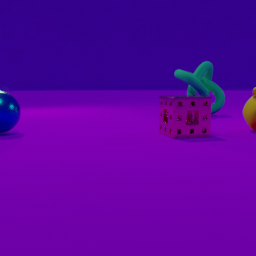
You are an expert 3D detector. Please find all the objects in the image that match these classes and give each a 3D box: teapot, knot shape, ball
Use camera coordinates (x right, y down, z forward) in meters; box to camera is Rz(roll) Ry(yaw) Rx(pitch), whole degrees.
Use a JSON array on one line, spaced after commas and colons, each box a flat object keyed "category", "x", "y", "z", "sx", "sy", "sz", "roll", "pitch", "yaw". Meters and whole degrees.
[{"category": "teapot", "x": 3.136, "y": -0.393, "z": 6.610, "sx": 0.938, "sy": 1.509, "sz": 0.739, "roll": -37, "pitch": 45, "yaw": -3}, {"category": "knot shape", "x": 2.696, "y": -1.384, "z": 10.171, "sx": 2.068, "sy": 1.935, "sz": 0.955, "roll": -11, "pitch": -14, "yaw": -40}, {"category": "ball", "x": -2.864, "y": -0.350, "z": 6.167, "sx": 0.940, "sy": 0.940, "sz": 0.940, "roll": 0, "pitch": 8, "yaw": 0}]

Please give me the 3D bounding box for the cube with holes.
[{"category": "cube with holes", "x": 1.220, "y": -0.272, "z": 6.135, "sx": 0.847, "sy": 0.847, "sz": 0.847, "roll": -2, "pitch": 9, "yaw": -13}]
